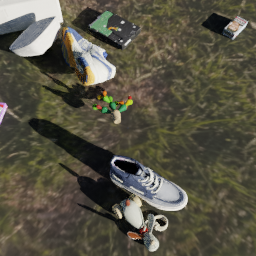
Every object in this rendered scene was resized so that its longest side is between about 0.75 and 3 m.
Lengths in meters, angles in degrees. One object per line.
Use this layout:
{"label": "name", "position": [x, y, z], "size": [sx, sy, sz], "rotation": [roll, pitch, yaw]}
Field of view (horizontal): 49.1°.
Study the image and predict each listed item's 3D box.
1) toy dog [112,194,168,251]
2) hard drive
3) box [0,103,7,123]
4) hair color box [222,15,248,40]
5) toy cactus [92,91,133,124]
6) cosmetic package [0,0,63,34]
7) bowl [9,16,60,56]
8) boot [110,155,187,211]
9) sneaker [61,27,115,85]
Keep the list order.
{"label": "toy dog", "position": [0.261, 2.256, 6.926], "size": [1.483, 0.714, 0.978], "rotation": [31, 66, 15]}
{"label": "hard drive", "position": [-0.497, -3.607, 10.270], "size": [1.621, 0.307, 1.133], "rotation": [33, 67, 16]}
{"label": "box", "position": [-4.421, -0.467, 8.651], "size": [1.124, 0.220, 0.769], "rotation": [8, 62, 4]}
{"label": "hair color box", "position": [3.962, -3.720, 10.344], "size": [0.458, 0.280, 0.925], "rotation": [38, 69, 18]}
{"label": "toy cactus", "position": [-0.394, -0.604, 8.257], "size": [1.237, 0.633, 1.021], "rotation": [-3, 51, -20]}
{"label": "cosmetic package", "position": [-4.006, -4.547, 10.243], "size": [2.877, 1.220, 1.548], "rotation": [-12, 63, -7]}
{"label": "bowl", "position": [-3.079, -3.022, 9.541], "size": [1.597, 0.597, 1.599], "rotation": [6, 55, 40]}
{"label": "boot", "position": [0.514, 1.425, 7.207], "size": [2.197, 0.992, 0.799], "rotation": [19, 64, 10]}
{"label": "sneaker", "position": [-1.367, -2.399, 9.326], "size": [1.166, 0.996, 2.645], "rotation": [-14, 58, -29]}
